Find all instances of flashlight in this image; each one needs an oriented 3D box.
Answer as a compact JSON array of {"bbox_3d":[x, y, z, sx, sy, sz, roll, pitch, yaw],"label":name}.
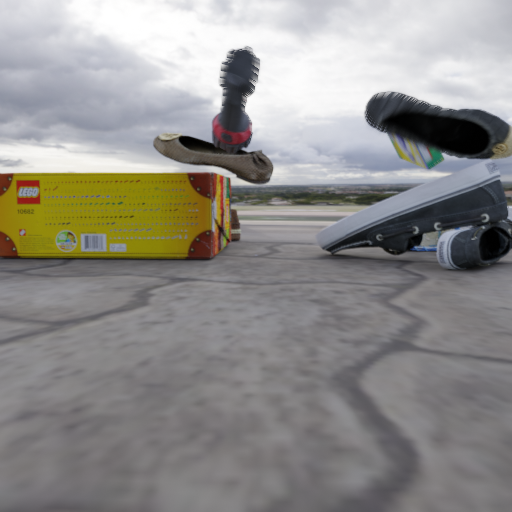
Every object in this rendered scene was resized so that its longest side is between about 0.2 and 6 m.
[{"bbox_3d":[-0.275,-2.141,7.819,0.658,0.655,1.935,-25,-14,-15],"label":"flashlight"}]

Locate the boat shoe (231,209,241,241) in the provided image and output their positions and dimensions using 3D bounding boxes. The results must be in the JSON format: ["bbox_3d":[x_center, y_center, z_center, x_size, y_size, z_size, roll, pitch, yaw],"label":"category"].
[{"bbox_3d":[-1.111,-0.807,12.771,0.812,0.813,2.199,-6,9,-44],"label":"boat shoe"}]

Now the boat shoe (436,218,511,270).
[{"bbox_3d":[3.236,-0.169,7.748,1.986,0.682,0.562,-16,10,-41],"label":"boat shoe"}]

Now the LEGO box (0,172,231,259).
[{"bbox_3d":[-2.274,-0.742,9.672,3.483,1.344,2.594,0,6,2],"label":"LEGO box"}]

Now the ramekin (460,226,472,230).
[{"bbox_3d":[4.301,-0.447,11.177,0.924,0.451,0.924,-1,6,0],"label":"ramekin"}]

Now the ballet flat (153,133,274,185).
[{"bbox_3d":[-0.823,-1.984,10.638,2.489,0.577,0.839,20,39,16],"label":"ballet flat"}]

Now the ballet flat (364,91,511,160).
[{"bbox_3d":[2.490,-1.625,7.483,2.266,0.753,0.644,11,44,-10],"label":"ballet flat"}]

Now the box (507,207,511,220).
[{"bbox_3d":[5.160,-0.630,11.468,0.493,0.750,0.754,-1,6,-6],"label":"box"}]

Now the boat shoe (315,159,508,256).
[{"bbox_3d":[2.198,-0.474,8.379,3.038,0.860,1.043,-23,-2,41],"label":"boat shoe"}]

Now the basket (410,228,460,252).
[{"bbox_3d":[2.978,-0.579,9.789,1.271,1.002,1.441,0,-4,-4],"label":"basket"}]

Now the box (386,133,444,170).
[{"bbox_3d":[2.850,-2.211,10.486,0.385,0.933,1.590,-32,19,5],"label":"box"}]
